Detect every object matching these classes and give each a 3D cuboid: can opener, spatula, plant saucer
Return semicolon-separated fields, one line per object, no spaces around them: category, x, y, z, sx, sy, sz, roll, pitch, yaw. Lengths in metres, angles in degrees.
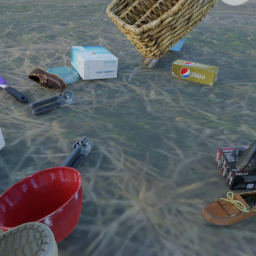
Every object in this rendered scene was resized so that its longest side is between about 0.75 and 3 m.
can opener;-2.423;-0.809;9.081;1.536;0.410;0.514;-24;7;-31
spatula;-4.434;-1.434;10.029;2.877;0.296;0.813;26;42;34
can opener;-1.287;0.694;6.737;0.464;0.371;1.389;-21;22;31
plant saucer;-2.710;-2.160;11.164;1.593;0.307;1.593;1;32;-1

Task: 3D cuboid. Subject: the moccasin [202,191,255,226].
moccasin;2.073;1.449;5.238;1.441;0.556;0.527;-5;33;-8

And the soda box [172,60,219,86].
soda box;2.604;-2.181;10.927;1.713;0.580;0.548;19;37;27

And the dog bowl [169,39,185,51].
dog bowl;1.956;-4.235;13.656;1.410;0.627;2.530;12;22;-2

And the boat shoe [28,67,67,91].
boat shoe;-2.958;-1.705;10.192;1.702;0.599;0.599;25;51;33

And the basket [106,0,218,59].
basket;0.884;-3.252;7.325;2.418;1.801;1.726;-43;23;3

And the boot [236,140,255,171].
boot;3.519;0.875;5.606;2.311;0.800;2.012;-20;57;-33

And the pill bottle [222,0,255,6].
pill bottle;1.414;-1.795;3.174;0.591;0.591;1.082;22;51;30

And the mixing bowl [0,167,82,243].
mixing bowl;-1.413;1.440;4.839;1.541;0.835;1.541;-13;24;6

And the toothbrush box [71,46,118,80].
toothbrush box;-1.418;-2.706;11.451;1.402;0.817;1.915;-8;34;-23

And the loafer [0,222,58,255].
loafer;-2.158;2.240;3.724;2.743;0.937;1.038;-21;35;-2

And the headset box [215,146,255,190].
headset box;2.545;0.838;6.317;0.841;0.437;1.130;-1;34;-2

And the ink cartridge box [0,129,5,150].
ink cartridge box;-4.099;0.252;6.289;1.416;1.442;1.958;9;33;15

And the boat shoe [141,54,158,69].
boat shoe;0.972;-3.299;12.371;0.690;0.728;1.922;31;29;-12
